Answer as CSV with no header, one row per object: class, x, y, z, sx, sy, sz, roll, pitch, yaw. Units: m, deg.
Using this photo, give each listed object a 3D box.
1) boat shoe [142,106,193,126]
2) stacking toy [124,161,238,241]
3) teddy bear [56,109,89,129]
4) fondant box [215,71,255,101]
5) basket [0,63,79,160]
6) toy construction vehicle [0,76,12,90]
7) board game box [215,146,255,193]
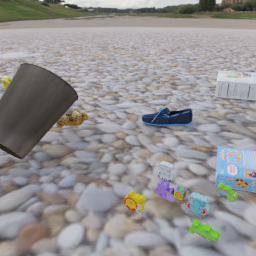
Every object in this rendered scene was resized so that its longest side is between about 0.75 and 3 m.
boat shoe,1.256,-0.438,9.054,1.633,0.561,0.687,-3,24,-7
stacking toy,1.029,1.349,5.332,1.797,0.422,1.355,18,31,30
teddy bear,-1.598,-0.215,8.137,0.966,0.445,1.332,-24,-2,-20
fondant box,5.102,-1.795,11.850,2.610,0.760,1.883,9,26,16
basket,-2.474,-0.360,6.799,1.784,1.345,1.978,22,67,18
toy construction vehicle,-5.062,-0.824,8.612,2.542,0.895,2.213,-9,32,8
board game box,2.927,0.943,6.240,1.834,0.336,1.387,8,25,17
